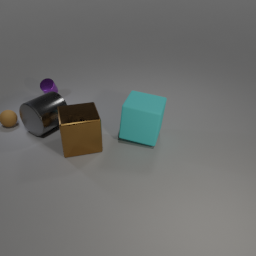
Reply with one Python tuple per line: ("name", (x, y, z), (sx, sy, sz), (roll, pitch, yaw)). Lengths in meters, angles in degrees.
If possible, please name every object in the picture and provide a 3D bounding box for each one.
("cube", (-1.764, 0.036, 10.257), (1.400, 1.400, 1.400), (-8, 33, -13))
("cylinder", (-3.836, -1.948, 13.629), (0.700, 0.700, 0.700), (-1, 71, 3))
("ball", (-4.936, -0.398, 11.566), (0.700, 0.700, 0.700), (0, 33, 0))
("cube", (0.561, -0.391, 10.514), (1.400, 1.400, 1.400), (13, 33, 9))
("cylinder", (-3.338, -0.590, 11.232), (1.400, 1.400, 1.400), (21, 38, 29))
